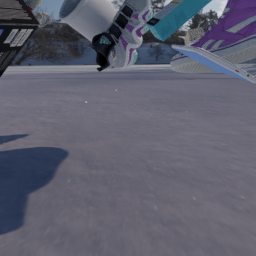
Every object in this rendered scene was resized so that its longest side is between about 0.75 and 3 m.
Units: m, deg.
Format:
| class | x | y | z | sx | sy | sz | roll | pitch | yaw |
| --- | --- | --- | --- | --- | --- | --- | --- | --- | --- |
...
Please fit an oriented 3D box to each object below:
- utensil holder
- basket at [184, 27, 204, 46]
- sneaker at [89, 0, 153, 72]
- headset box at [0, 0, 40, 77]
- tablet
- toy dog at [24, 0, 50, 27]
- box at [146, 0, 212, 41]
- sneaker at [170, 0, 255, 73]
| class | x | y | z | sx | sy | sz | roll | pitch | yaw |
| --- | --- | --- | --- | --- | --- | --- | --- | --- | --- |
| utensil holder | -1.071 | -3.446 | 8.650 | 1.599 | 1.359 | 1.359 | 29 | -7 | -38 |
| basket | 2.245 | -2.984 | 9.481 | 0.558 | 0.507 | 0.823 | -12 | -5 | -1 |
| sneaker | -0.346 | -2.584 | 7.709 | 1.751 | 2.503 | 0.973 | -27 | 57 | -35 |
| headset box | -3.613 | -2.439 | 5.713 | 2.455 | 2.819 | 1.308 | -34 | -1 | 33 |
| tablet | 1.638 | -1.364 | 5.662 | 1.300 | 0.136 | 1.997 | 24 | 15 | -11 |
| toy dog | -2.843 | -2.820 | 7.007 | 0.781 | 1.069 | 1.621 | 40 | 71 | 16 |
| box | 1.255 | -2.699 | 6.227 | 1.731 | 0.425 | 0.712 | -39 | 26 | 8 |
| sneaker | 2.396 | -2.445 | 7.305 | 2.864 | 1.633 | 1.038 | -11 | -11 | 34 |
